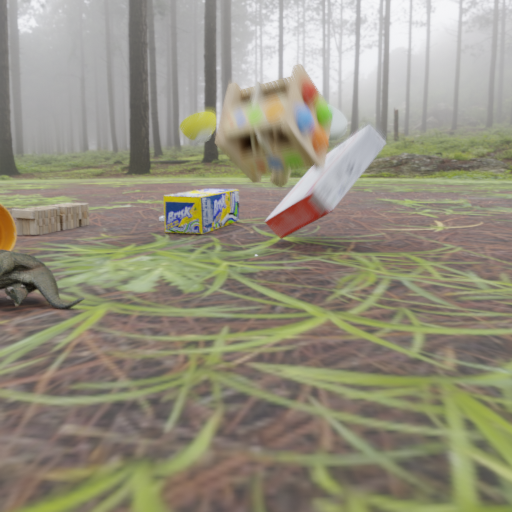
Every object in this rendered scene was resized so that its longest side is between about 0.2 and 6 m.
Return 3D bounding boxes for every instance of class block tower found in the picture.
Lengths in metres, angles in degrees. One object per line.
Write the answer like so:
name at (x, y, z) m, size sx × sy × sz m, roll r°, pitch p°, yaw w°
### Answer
block tower at (-5.401, -1.000, 14.901) m, size 0.644 × 0.690 × 2.385 m, roll 3°, pitch 9°, yaw 17°

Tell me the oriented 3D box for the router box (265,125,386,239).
router box at (1.507, -1.619, 12.445) m, size 2.379 × 0.581 × 2.135 m, roll -50°, pitch 11°, yaw -28°

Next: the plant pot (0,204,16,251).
plant pot at (-5.383, -0.403, 10.585) m, size 1.078 × 1.177 × 1.177 m, roll -13°, pitch 4°, yaw 26°

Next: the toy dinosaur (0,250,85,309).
toy dinosaur at (-3.356, 0.223, 7.442) m, size 2.307 × 0.888 × 1.180 m, roll -2°, pitch 16°, yaw 6°

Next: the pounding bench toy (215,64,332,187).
pounding bench toy at (0.560, -1.919, 9.151) m, size 1.491 × 1.187 × 1.911 m, roll -5°, pitch -28°, yaw 32°

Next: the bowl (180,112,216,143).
bowl at (-1.268, -2.865, 12.789) m, size 0.860 × 0.463 × 0.860 m, roll -20°, pitch -10°, yaw -4°

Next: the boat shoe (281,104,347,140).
boat shoe at (0.871, -2.633, 11.025) m, size 0.804 × 0.724 × 2.274 m, roll -34°, pitch 47°, yaw -26°

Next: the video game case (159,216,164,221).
video game case at (-2.262, -1.193, 17.403) m, size 1.220 × 0.140 × 1.110 m, roll 2°, pitch 11°, yaw 8°

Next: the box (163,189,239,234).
box at (-1.427, -1.283, 15.479) m, size 1.088 × 0.998 × 3.106 m, roll 3°, pitch 10°, yaw 16°
